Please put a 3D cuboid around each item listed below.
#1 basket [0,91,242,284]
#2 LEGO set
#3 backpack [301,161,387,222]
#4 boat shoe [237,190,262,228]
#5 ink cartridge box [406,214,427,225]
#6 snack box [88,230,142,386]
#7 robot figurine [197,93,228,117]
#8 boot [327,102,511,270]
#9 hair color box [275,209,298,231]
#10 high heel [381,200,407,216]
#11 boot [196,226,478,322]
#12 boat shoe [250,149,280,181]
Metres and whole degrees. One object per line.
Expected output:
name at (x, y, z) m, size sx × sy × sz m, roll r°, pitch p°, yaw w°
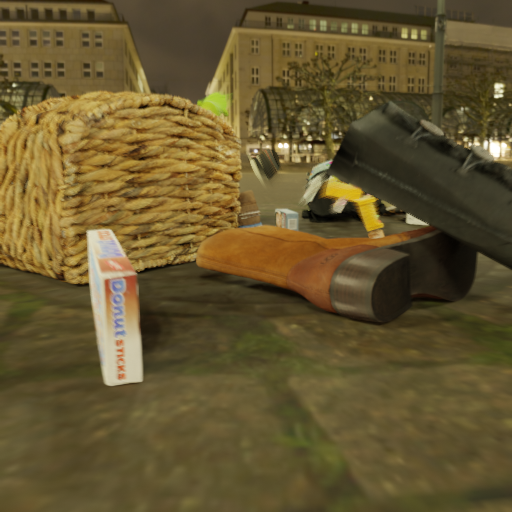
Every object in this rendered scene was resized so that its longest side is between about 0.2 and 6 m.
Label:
basket at (-2.450, -1.289, 9.375) m, size 2.874 × 2.754 × 3.859 m, roll 9°, pitch 14°, yaw 36°
LEGO set at (1.793, -0.961, 10.262) m, size 1.809 × 0.832 × 0.673 m, roll 34°, pitch 25°, yaw -7°
backpack at (2.363, -1.832, 15.299) m, size 2.208 × 1.675 × 2.646 m, roll -1°, pitch 8°, yaw 7°
boat shoe at (-1.311, -0.990, 11.967) m, size 3.342 × 1.210 × 1.207 m, roll 6°, pitch 12°, yaw 29°
ink cartridge box at (4.500, -1.122, 14.528) m, size 0.944 × 0.547 × 1.279 m, roll 5°, pitch 10°, yaw 25°
snack box at (-1.455, 0.356, 5.536) m, size 0.311 × 0.920 × 2.559 m, roll -3°, pitch 11°, yaw -18°
robot figurine at (-0.789, -2.739, 10.307) m, size 0.576 × 0.380 × 0.656 m, roll 20°, pitch 47°, yaw 10°
boot at (2.952, -0.668, 6.777) m, size 3.546 × 1.164 × 2.923 m, roll 31°, pitch 24°, yaw 22°
hair color box at (0.698, -0.796, 12.920) m, size 0.298 × 0.487 × 0.984 m, roll -2°, pitch 11°, yaw -12°
high heel at (4.744, -1.327, 15.974) m, size 2.014 × 1.009 × 2.826 m, roll 28°, pitch -23°, yaw -24°
boot at (1.140, 0.031, 7.571) m, size 2.811 × 1.022 × 2.986 m, roll -23°, pitch 23°, yaw -37°
boat shoe at (0.299, -2.092, 12.789) m, size 0.549 × 0.641 × 1.752 m, roll -26°, pitch 6°, yaw 11°
